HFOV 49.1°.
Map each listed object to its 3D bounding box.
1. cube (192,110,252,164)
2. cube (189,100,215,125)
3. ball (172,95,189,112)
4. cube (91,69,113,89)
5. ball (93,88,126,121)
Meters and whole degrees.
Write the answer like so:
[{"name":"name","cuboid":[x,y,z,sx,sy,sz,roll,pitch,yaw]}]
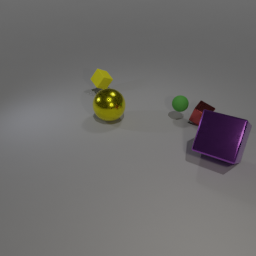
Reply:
[{"name":"cube","cuboid":[3.146,0.309,9.330,1.400,1.400,1.400,18,3,29]},{"name":"cube","cuboid":[3.092,-0.581,11.694,0.700,0.700,0.700,32,50,15]},{"name":"ball","cuboid":[2.212,-1.031,11.848,0.700,0.700,0.700,0,32,0]},{"name":"cube","cuboid":[-1.333,-2.474,14.229,0.700,0.700,0.700,3,43,-51]},{"name":"ball","cuboid":[-0.800,-0.982,11.885,1.400,1.400,1.400,0,32,0]}]
